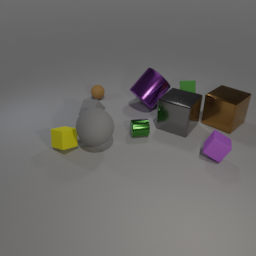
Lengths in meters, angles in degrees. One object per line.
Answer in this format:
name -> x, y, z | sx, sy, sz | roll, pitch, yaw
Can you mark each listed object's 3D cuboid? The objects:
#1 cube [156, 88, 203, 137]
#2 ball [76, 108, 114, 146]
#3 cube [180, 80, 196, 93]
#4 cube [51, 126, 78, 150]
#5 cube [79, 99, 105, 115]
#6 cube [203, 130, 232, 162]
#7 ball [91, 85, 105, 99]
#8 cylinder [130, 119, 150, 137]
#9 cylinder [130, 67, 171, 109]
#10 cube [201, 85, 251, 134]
cube -> 2.146, -0.685, 11.765 | 1.400, 1.400, 1.400 | 19, 37, 28
ball -> -1.203, -0.040, 10.246 | 1.400, 1.400, 1.400 | 0, 32, 0
cube -> 2.818, -1.851, 13.192 | 0.700, 0.700, 0.700 | 0, 4, 15
cube -> -2.380, 0.363, 10.455 | 0.700, 0.700, 0.700 | 9, 15, 39
cube -> -1.457, -0.704, 11.455 | 0.700, 0.700, 0.700 | 5, 69, 29
cube -> 3.132, 0.631, 9.837 | 0.700, 0.700, 0.700 | 31, 32, 1
ball -> -1.532, -1.837, 14.186 | 0.700, 0.700, 0.700 | 0, 32, 0
cylinder -> 0.473, -0.011, 11.340 | 0.700, 0.700, 0.700 | -4, 32, -7
cylinder -> 1.034, -1.858, 13.137 | 1.400, 1.400, 1.400 | -49, 41, 3
cube -> 4.184, -0.835, 12.008 | 1.400, 1.400, 1.400 | 27, 40, 36
